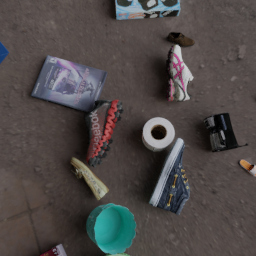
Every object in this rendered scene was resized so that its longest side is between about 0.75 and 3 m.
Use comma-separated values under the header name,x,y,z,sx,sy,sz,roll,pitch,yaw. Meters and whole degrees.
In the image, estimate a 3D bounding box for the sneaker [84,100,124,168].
name,x,y,z,sx,sy,sz,roll,pitch,yaw
sneaker,-1.181,0.096,10.825,1.360,0.984,2.783,17,78,9

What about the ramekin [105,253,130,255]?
name,x,y,z,sx,sy,sz,roll,pitch,yaw
ramekin,-0.377,5.218,9.491,1.962,0.958,1.962,0,77,0

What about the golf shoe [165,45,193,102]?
name,x,y,z,sx,sy,sz,roll,pitch,yaw
golf shoe,2.099,-2.243,11.519,1.096,0.864,2.380,1,84,-4

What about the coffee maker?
name,x,y,z,sx,sy,sz,roll,pitch,yaw
coffee maker,3.750,0.162,10.931,1.340,0.940,1.395,-4,76,-25

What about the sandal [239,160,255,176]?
name,x,y,z,sx,sy,sz,roll,pitch,yaw
sandal,4.745,1.546,10.809,0.920,0.264,0.353,34,78,8

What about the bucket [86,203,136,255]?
name,x,y,z,sx,sy,sz,roll,pitch,yaw
bucket,-0.602,3.343,9.499,1.598,1.040,1.598,4,82,-27

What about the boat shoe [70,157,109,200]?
name,x,y,z,sx,sy,sz,roll,pitch,yaw
boat shoe,-1.553,1.863,10.511,1.878,0.688,0.589,43,77,9

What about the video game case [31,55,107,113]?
name,x,y,z,sx,sy,sz,roll,pitch,yaw
video game case,-2.427,-1.822,11.688,2.698,0.256,1.928,16,76,5

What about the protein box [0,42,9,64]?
name,x,y,z,sx,sy,sz,roll,pitch,yaw
protein box,-6.124,-3.445,11.369,1.663,1.650,1.122,31,78,8

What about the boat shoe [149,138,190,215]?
name,x,y,z,sx,sy,sz,roll,pitch,yaw
boat shoe,1.839,1.801,10.448,1.224,0.954,2.696,22,84,5

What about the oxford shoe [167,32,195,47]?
name,x,y,z,sx,sy,sz,roll,pitch,yaw
oxford shoe,2.308,-3.830,12.069,1.205,0.509,0.438,14,74,2

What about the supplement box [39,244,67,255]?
name,x,y,z,sx,sy,sz,roll,pitch,yaw
supplement box,-2.935,4.874,9.844,1.587,0.483,0.864,-28,77,-6

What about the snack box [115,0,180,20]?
name,x,y,z,sx,sy,sz,roll,pitch,yaw
snack box,0.826,-5.779,12.551,2.815,0.522,1.635,-4,76,-1

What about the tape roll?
name,x,y,z,sx,sy,sz,roll,pitch,yaw
tape roll,1.149,0.261,10.850,1.198,0.823,1.198,0,75,0
